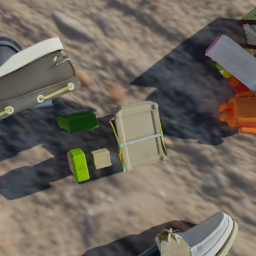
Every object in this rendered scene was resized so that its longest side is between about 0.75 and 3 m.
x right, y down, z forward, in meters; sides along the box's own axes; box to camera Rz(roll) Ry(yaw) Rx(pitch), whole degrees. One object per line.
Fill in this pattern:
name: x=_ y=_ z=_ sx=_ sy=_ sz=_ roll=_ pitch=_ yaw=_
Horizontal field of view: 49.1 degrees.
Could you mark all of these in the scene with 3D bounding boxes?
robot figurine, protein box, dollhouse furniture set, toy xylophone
robot figurine: x=2.891 y=-0.383 z=6.773 sx=1.267 sy=0.739 sz=0.911 roll=2 pitch=40 yaw=1
protein box: x=3.765 y=-2.572 z=6.808 sx=1.298 sy=1.308 sz=0.882 roll=-38 pitch=124 yaw=-10
dollhouse furniture set: x=-0.362 y=0.248 z=6.772 sx=2.267 sy=1.138 sz=1.485 roll=-13 pitch=99 yaw=-20
toy xylophone: x=2.888 y=-1.730 z=7.024 sx=1.295 sy=0.444 sz=1.768 roll=-41 pitch=81 yaw=16

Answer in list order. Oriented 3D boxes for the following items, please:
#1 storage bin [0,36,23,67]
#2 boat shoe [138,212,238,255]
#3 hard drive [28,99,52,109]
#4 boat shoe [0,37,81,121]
storage bin: x=-3.535 y=-1.356 z=6.777 sx=1.873 sy=1.363 sz=1.258 roll=-9 pitch=88 yaw=-2
boat shoe: x=0.979 y=2.692 z=5.923 sx=2.953 sy=1.103 sz=1.010 roll=-39 pitch=86 yaw=-7
hard drive: x=-2.371 y=-1.069 z=7.223 sx=0.730 sy=0.148 sz=1.107 roll=-8 pitch=77 yaw=-2
boat shoe: x=-1.407 y=-0.185 z=2.747 sx=1.990 sy=0.709 sz=0.599 roll=-33 pitch=107 yaw=-14
